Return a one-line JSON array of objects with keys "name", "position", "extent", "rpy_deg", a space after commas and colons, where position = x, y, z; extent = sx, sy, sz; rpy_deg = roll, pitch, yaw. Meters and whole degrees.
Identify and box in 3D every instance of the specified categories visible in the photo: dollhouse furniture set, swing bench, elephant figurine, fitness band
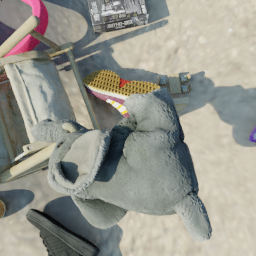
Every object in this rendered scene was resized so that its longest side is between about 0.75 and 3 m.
[{"name": "dollhouse furniture set", "position": [1.251, -0.988, 7.284], "extent": [0.843, 0.639, 0.962], "rpy_deg": [-6, 79, -1]}, {"name": "swing bench", "position": [-2.419, -0.443, 6.530], "extent": [2.861, 1.856, 2.845], "rpy_deg": [-23, 80, 14]}, {"name": "elephant figurine", "position": [-0.399, 0.593, 4.253], "extent": [2.640, 2.048, 1.868], "rpy_deg": [-18, 100, 12]}, {"name": "fitness band", "position": [-3.282, -2.894, 7.418], "extent": [2.775, 0.519, 1.993], "rpy_deg": [38, 84, 26]}]

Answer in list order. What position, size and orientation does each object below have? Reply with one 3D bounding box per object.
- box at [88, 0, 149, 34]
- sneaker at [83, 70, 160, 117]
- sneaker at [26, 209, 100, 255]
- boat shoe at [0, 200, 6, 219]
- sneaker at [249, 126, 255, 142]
[{"name": "box", "position": [-0.391, -3.773, 7.906], "extent": [1.561, 0.492, 1.979], "rpy_deg": [-13, 79, -3]}, {"name": "sneaker", "position": [-0.195, -0.732, 7.152], "extent": [2.310, 1.041, 0.866], "rpy_deg": [23, 53, 30]}, {"name": "sneaker", "position": [-1.603, 2.961, 6.465], "extent": [2.349, 0.706, 1.225], "rpy_deg": [31, 76, 2]}, {"name": "boat shoe", "position": [-4.001, 2.088, 6.696], "extent": [1.976, 0.615, 0.737], "rpy_deg": [-8, 81, 0]}, {"name": "sneaker", "position": [4.060, 0.779, 6.780], "extent": [1.242, 1.130, 2.810], "rpy_deg": [-38, 77, 0]}]
